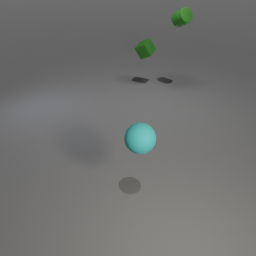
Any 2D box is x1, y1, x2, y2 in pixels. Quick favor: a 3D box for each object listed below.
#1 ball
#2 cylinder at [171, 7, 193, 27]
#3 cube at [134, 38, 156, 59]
[{"bbox_3d":[0.269,0.231,6.209,0.700,0.700,0.700,0,30,0],"label":"ball"},{"bbox_3d":[2.480,-5.080,12.860,0.700,0.700,0.700,-19,11,-29],"label":"cylinder"},{"bbox_3d":[0.901,-4.103,14.509,0.700,0.700,0.700,-7,39,43],"label":"cube"}]
